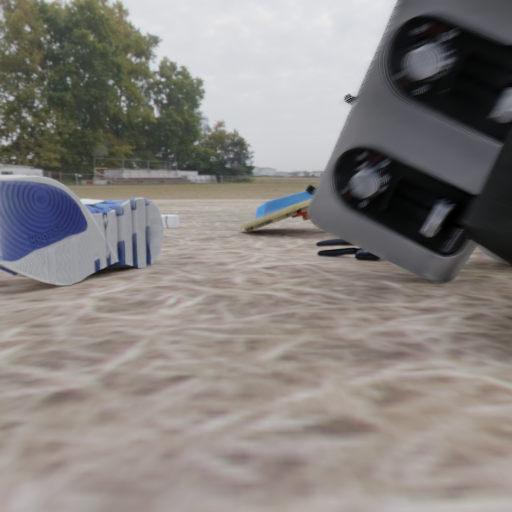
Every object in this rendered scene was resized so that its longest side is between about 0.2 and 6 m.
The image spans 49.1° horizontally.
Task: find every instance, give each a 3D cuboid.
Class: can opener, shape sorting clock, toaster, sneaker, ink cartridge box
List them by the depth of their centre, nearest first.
[{"bbox_3d":[2.580,-1.865,7.162,2.155,3.284,3.632,32,38,13],"label":"toaster"},{"bbox_3d":[-2.824,-0.268,7.559,1.820,1.273,3.151,-1,-1,23],"label":"sneaker"},{"bbox_3d":[1.561,-0.152,9.274,1.235,0.392,0.486,5,9,31],"label":"can opener"},{"bbox_3d":[1.203,-1.242,14.199,3.457,0.678,3.457,-15,3,1],"label":"shape sorting clock"},{"bbox_3d":[-2.698,-0.971,15.923,0.865,0.364,0.630,-4,8,-28],"label":"ink cartridge box"}]

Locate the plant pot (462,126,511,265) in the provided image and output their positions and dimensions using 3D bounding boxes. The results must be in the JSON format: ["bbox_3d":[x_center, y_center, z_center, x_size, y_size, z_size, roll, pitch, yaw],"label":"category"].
[{"bbox_3d":[2.727,-0.434,4.406,1.757,1.752,1.558,29,-6,-13],"label":"plant pot"}]

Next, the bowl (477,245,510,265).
[{"bbox_3d":[4.239,-0.639,8.522,2.337,2.337,1.050,6,-35,40],"label":"bowl"}]
